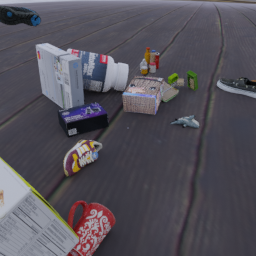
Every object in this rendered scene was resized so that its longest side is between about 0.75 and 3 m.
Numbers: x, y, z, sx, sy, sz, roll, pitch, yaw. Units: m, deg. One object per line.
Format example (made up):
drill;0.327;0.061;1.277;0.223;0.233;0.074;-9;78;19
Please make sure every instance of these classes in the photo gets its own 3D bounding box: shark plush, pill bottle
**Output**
shark plush;2.105;-0.211;10.396;1.031;0.468;0.429;6;62;1
pill bottle;-1.464;-2.542;12.797;2.784;1.665;1.665;8;30;-11

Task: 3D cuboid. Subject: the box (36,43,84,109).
box;-2.834;-2.060;11.589;0.600;2.271;2.913;-22;36;-34

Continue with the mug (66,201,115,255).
mug;-0.941;2.181;5.946;0.971;0.730;1.094;33;43;6

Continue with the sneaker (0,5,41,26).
sneaker;-3.565;-3.599;8.944;1.452;0.531;0.595;2;40;-28

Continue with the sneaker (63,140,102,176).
sneaker;-1.312;0.845;8.331;0.731;0.608;1.622;2;31;16

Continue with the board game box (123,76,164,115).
board game box;0.676;-1.400;11.675;1.338;0.812;1.678;7;38;16

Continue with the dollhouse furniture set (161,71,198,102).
dollhouse furniture set;2.175;-1.751;12.963;2.237;0.864;1.118;-33;48;-15

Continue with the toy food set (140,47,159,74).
toy food set;1.241;-3.823;15.836;0.993;0.936;2.080;7;31;11

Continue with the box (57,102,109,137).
box;-1.658;-0.345;10.342;1.580;0.623;1.115;-15;31;-24

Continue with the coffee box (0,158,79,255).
coffee box;-2.449;1.755;4.923;1.982;1.985;1.963;28;63;37

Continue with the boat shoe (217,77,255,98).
boat shoe;5.401;-1.990;12.977;2.520;0.713;0.865;23;38;34

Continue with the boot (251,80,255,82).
boot;6.463;-2.192;13.689;0.961;0.350;1.021;-19;35;-28
